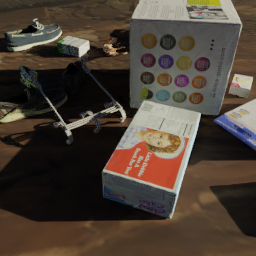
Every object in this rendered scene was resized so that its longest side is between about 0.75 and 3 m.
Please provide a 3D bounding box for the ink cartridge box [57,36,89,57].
[{"bbox_3d":[-2.440,-3.667,12.590,1.179,0.490,0.864,19,43,21],"label":"ink cartridge box"}]

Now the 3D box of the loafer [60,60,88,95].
[{"bbox_3d":[-1.979,-2.094,10.473,0.766,0.760,2.103,2,39,4],"label":"loafer"}]

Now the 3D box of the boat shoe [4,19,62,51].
[{"bbox_3d":[-4.454,-4.524,13.298,2.934,0.907,1.099,-31,49,-32],"label":"boat shoe"}]

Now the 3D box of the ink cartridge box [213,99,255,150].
[{"bbox_3d":[4.054,-0.126,8.239,2.846,0.597,1.698,-21,44,-28],"label":"ink cartridge box"}]

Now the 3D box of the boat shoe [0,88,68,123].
[{"bbox_3d":[-3.111,-0.883,8.985,2.421,0.784,0.886,-25,45,-27],"label":"boat shoe"}]

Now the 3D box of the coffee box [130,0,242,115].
[{"bbox_3d":[1.675,-2.544,9.247,2.954,2.982,2.987,6,40,7],"label":"coffee box"}]

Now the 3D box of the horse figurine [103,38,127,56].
[{"bbox_3d":[-0.723,-3.559,12.546,1.027,0.387,1.550,-16,42,-18],"label":"horse figurine"}]

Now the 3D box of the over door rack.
[{"bbox_3d":[-1.562,-0.883,8.735,1.972,0.889,2.670,-24,66,-26],"label":"over door rack"}]

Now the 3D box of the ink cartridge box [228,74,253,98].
[{"bbox_3d":[4.069,-1.535,10.092,0.660,0.379,0.909,16,42,20],"label":"ink cartridge box"}]

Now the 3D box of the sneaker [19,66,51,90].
[{"bbox_3d":[-3.441,-1.790,10.330,0.700,0.616,1.654,-24,54,-35],"label":"sneaker"}]

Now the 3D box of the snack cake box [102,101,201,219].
[{"bbox_3d":[0.700,0.601,7.038,1.671,0.976,2.905,15,42,15],"label":"snack cake box"}]
